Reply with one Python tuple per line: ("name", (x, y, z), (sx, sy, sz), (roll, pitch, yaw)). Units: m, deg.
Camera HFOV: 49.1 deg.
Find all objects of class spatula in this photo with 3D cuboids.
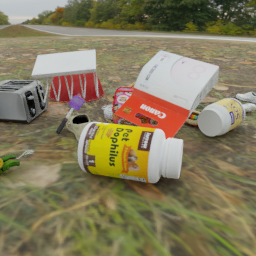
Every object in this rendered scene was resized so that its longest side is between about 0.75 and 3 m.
("spatula", (-2.260, -0.484, 10.626), (0.467, 1.652, 0.170), (33, 2, -15))

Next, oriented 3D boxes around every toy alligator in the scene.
("toy alligator", (-3.692, 1.108, 8.010), (2.102, 0.505, 0.697), (-14, -5, -28))

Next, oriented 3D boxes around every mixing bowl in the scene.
("mixing bowl", (-2.805, -2.560, 15.114), (2.998, 1.624, 2.998), (0, 22, 0))

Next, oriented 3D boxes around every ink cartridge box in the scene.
("ink cartridge box", (1.192, -1.197, 8.908), (2.287, 0.803, 2.814), (27, 59, 32))

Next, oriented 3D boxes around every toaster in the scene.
("toaster", (-4.942, -1.198, 12.232), (2.332, 1.384, 2.109), (4, 23, 9))

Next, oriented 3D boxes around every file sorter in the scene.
("file sorter", (-2.288, -1.970, 10.858), (2.257, 1.405, 1.566), (-7, 42, -2))

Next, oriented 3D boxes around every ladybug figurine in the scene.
("ladybug figurine", (2.730, -0.371, 11.458), (1.001, 0.360, 0.679), (24, 64, 37))

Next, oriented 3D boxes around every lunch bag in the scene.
("lunch bag", (0.530, -0.961, 11.581), (2.270, 0.930, 1.999), (3, 45, 3))

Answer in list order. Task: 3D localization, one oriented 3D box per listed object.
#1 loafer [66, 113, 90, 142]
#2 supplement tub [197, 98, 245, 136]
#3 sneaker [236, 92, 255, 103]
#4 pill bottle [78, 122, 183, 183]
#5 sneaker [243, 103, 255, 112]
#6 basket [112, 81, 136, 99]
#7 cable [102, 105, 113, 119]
("loafer", (-1.814, -0.193, 10.662), (0.865, 0.780, 2.286), (-12, 26, -25))
("supplement tub", (3.534, -0.411, 10.640), (1.664, 1.209, 1.209), (-22, 31, -40))
("sneaker", (6.234, -1.626, 14.332), (1.385, 0.490, 0.506), (21, 31, 40))
("pill bottle", (0.102, 0.682, 7.753), (2.708, 1.479, 1.479), (6, 24, 14))
("sneaker", (5.306, -0.871, 12.794), (1.070, 0.409, 0.432), (0, 32, 13))
("basket", (0.263, -1.340, 13.519), (1.419, 1.481, 1.989), (-26, 11, 29))
("cable", (-0.510, -0.690, 12.308), (1.115, 0.386, 1.116), (-11, 28, -23))
